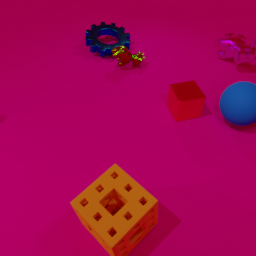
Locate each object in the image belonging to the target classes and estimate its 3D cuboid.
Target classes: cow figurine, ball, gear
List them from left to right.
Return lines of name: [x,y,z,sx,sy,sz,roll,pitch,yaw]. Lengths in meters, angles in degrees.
gear: [-0.827,-3.664,11.575,1.857,0.343,1.857,5,55,-7]
cow figurine: [0.034,-2.719,10.509,1.067,1.084,0.595,-19,54,15]
cow figurine: [4.302,-3.065,10.732,1.708,0.953,1.736,16,42,34]
ball: [3.419,-0.728,8.366,1.313,1.313,1.313,0,47,0]

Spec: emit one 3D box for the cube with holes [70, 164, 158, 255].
cube with holes: [-0.237,1.833,6.013,1.245,1.245,1.245,-40,59,-23]

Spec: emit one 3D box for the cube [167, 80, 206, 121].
cube: [1.818,-0.864,8.881,0.866,0.866,0.866,-11,48,-10]
